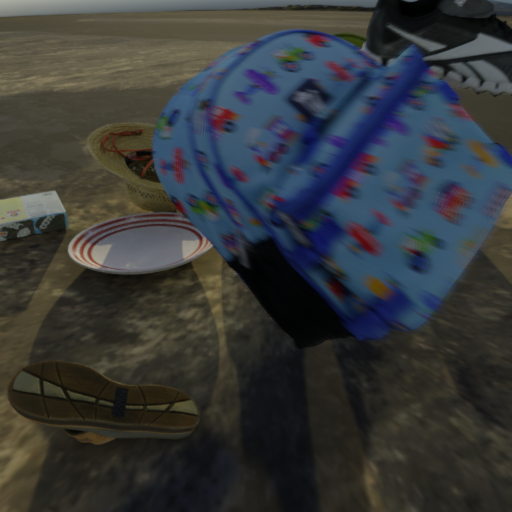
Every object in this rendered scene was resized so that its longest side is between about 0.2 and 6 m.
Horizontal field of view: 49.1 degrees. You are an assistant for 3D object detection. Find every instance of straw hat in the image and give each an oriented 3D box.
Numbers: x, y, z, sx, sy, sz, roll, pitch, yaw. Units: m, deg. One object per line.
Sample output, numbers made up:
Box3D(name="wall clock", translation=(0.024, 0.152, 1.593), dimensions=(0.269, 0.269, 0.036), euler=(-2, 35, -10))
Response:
Box3D(name="straw hat", translation=(-1.999, -1.539, 11.201), dimensions=(2.796, 1.183, 2.796), euler=(12, 35, -8))

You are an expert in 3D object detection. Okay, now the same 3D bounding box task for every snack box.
Box3D(name="snack box", translation=(-4.696, -0.707, 10.597), dimensions=(2.002, 0.371, 1.163), euler=(-14, 32, -23))

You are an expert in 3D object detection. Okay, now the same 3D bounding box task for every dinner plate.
Box3D(name="dinner plate", translation=(-1.904, -0.196, 9.648), dimensions=(2.545, 0.308, 2.545), euler=(-2, 26, 1))

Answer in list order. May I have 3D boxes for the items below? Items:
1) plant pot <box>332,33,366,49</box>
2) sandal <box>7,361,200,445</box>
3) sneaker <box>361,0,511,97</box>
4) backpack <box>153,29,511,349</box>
Box3D(name="plant pot", translation=(1.914, -3.786, 14.189), dimensions=(2.739, 2.739, 2.638), euler=(12, 44, 21))
Box3D(name="sandal", translation=(-1.690, 1.731, 6.179), dimensions=(2.098, 0.567, 0.843), euler=(13, 30, -8))
Box3D(name="sneaker", translation=(3.292, -3.451, 8.714), dimensions=(3.334, 1.508, 1.108), euler=(12, 48, 13))
Box3D(name="backpack", translation=(0.629, -0.938, 5.566), dimensions=(2.731, 2.991, 2.012), euler=(-45, 8, -22))
